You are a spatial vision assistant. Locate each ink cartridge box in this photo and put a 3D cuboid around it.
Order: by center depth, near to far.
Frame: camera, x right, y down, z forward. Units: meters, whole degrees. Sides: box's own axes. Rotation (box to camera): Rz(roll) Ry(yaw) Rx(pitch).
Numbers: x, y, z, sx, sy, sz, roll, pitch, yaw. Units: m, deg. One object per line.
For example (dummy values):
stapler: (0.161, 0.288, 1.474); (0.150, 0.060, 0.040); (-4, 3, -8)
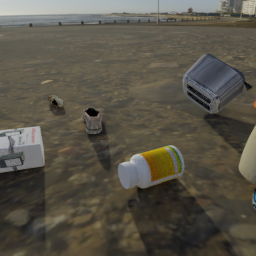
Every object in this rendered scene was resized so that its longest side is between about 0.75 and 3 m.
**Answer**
ink cartridge box: (-3.321, 0.604, 7.885); (1.765, 0.742, 1.284); (-7, 26, -16)

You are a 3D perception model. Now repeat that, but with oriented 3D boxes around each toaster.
toaster: (3.428, -1.715, 11.335); (1.656, 1.457, 2.563); (-40, 60, -11)

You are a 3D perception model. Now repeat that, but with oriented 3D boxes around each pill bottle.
pill bottle: (0.555, 0.995, 6.938); (1.512, 0.840, 0.840); (-12, 28, -25)

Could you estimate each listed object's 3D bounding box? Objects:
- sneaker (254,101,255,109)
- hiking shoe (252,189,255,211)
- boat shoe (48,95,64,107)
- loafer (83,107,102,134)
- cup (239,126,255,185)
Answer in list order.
sneaker: (5.660, -0.921, 10.809); (0.983, 1.023, 2.609); (-2, 25, -2)
hiking shoe: (3.007, 1.634, 5.741); (0.604, 0.704, 1.624); (4, 25, 7)
boat shoe: (-3.171, -1.158, 12.076); (1.018, 0.377, 0.338); (21, 27, 37)
loafer: (-1.287, -0.464, 10.287); (0.728, 0.637, 2.026); (-5, 26, -10)
cup: (4.283, 0.207, 6.518); (2.958, 2.116, 2.958); (2, 13, -1)
